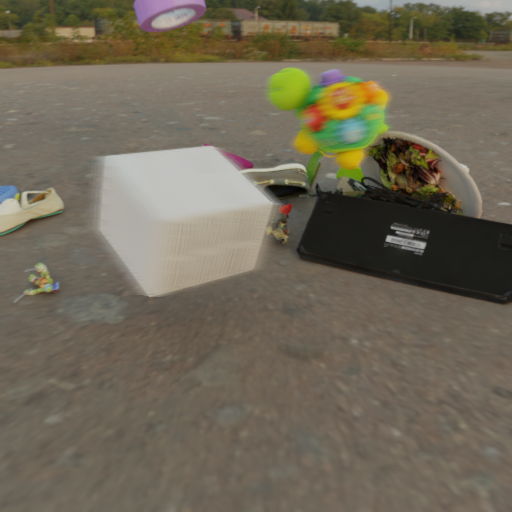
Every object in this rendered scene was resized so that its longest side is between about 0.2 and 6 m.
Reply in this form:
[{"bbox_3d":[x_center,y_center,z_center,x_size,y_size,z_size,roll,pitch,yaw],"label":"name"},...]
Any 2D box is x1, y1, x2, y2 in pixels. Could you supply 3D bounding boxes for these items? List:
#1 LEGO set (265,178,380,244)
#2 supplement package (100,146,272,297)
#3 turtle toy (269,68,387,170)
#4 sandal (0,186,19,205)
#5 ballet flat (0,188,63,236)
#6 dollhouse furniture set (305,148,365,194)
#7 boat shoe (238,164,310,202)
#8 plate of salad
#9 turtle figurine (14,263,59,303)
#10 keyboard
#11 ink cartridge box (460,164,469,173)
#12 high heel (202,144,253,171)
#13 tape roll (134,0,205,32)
[{"bbox_3d":[1.632,-0.860,11.988,3.353,0.950,2.177,-15,25,-5],"label":"LEGO set"},{"bbox_3d":[-0.980,-0.526,7.449,1.625,1.195,1.554,-14,45,-35],"label":"supplement package"},{"bbox_3d":[1.294,-2.675,10.113,2.256,1.644,1.141,22,-10,12],"label":"turtle toy"},{"bbox_3d":[-6.817,-1.397,12.470,2.815,1.226,1.119,-4,23,-14],"label":"sandal"},{"bbox_3d":[-5.153,-1.026,12.272,0.713,0.713,2.053,13,27,26],"label":"ballet flat"},{"bbox_3d":[2.589,-1.654,13.979,2.904,1.121,1.452,21,18,0],"label":"dollhouse furniture set"},{"bbox_3d":[0.125,-1.597,13.361,2.339,0.836,0.699,-12,55,-4],"label":"boat shoe"},{"bbox_3d":[3.100,-1.301,11.029,2.699,2.699,0.648,25,66,43],"label":"plate of salad"},{"bbox_3d":[-3.697,0.374,9.340,0.732,0.527,0.710,-8,21,-26],"label":"turtle figurine"},{"bbox_3d":[2.861,-0.299,10.358,3.922,0.777,2.041,15,66,25],"label":"keyboard"},{"bbox_3d":[3.955,-1.330,12.054,0.610,1.395,1.014,-8,25,-17],"label":"ink cartridge box"},{"bbox_3d":[-0.882,-2.802,16.222,0.958,0.672,1.993,-20,44,-17],"label":"high heel"},{"bbox_3d":[-1.595,-4.592,10.372,1.265,0.415,1.265,-16,7,2],"label":"tape roll"}]
